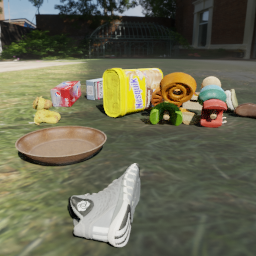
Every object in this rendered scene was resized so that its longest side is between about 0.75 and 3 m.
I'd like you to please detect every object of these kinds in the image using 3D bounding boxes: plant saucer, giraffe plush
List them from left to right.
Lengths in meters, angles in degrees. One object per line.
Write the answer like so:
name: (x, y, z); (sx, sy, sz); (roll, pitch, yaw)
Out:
giraffe plush: (-3.531, -0.777, 11.718); (1.298, 1.052, 1.120); (-11, 21, -30)
plant saucer: (-1.989, 0.540, 8.547); (2.675, 0.489, 2.675); (0, 19, 0)

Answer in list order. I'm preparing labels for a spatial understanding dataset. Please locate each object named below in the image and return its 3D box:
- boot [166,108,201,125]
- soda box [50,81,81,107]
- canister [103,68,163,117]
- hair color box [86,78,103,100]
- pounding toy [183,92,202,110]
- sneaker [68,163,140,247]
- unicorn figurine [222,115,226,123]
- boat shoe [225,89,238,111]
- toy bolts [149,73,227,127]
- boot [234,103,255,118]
boot: (2.436, -0.580, 11.874); (1.565, 0.551, 1.121); (4, 22, 30)
soda box: (-3.374, -1.958, 15.598); (1.029, 0.932, 2.940); (-1, 18, 2)
canister: (0.321, -1.756, 13.100); (2.843, 2.111, 1.230); (-13, 18, -41)
hair color box: (-1.471, -2.378, 16.680); (0.660, 1.078, 2.179); (13, 22, 36)
pounding toy: (3.590, -1.521, 14.231); (1.329, 0.945, 1.223); (7, 20, 22)
sneaker: (-0.480, 1.327, 5.558); (1.298, 0.843, 2.248); (1, 19, 10)
unicorn figurine: (3.733, -0.353, 11.678); (0.654, 0.352, 0.953); (-11, 4, -1)
boat shoe: (4.935, -1.319, 13.878); (0.866, 0.946, 2.533); (-14, 9, 21)
toy bolts: (2.437, -1.502, 10.940); (2.939, 2.807, 2.038); (7, 54, 3)
boot: (5.603, -0.474, 11.659); (1.817, 0.626, 1.950); (-2, 22, 1)
